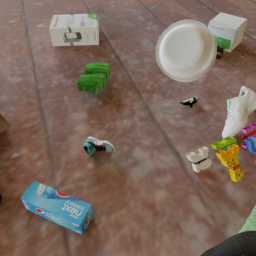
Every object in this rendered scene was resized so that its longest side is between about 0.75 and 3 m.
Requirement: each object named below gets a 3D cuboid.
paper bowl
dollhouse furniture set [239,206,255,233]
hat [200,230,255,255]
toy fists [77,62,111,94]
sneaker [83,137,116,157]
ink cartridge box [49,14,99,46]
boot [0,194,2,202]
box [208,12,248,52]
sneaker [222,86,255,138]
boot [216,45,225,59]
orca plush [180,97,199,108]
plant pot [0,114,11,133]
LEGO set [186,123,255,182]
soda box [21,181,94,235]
[{"bbox_3d":[1.847,-2.523,9.119,1.941,1.941,1.009,22,10,21],"label":"paper bowl"},{"bbox_3d":[3.889,2.075,5.306,2.884,1.447,1.889,30,52,27],"label":"dollhouse furniture set"},{"bbox_3d":[2.218,3.031,4.671,2.465,0.994,2.465,0,42,0],"label":"hat"},{"bbox_3d":[-1.081,-1.731,9.611,0.865,0.583,1.697,-3,37,15],"label":"toy fists"},{"bbox_3d":[-0.843,0.563,7.579,0.919,0.384,0.555,14,41,24],"label":"sneaker"},{"bbox_3d":[-2.273,-4.272,12.143,1.971,0.828,1.438,-2,45,-2],"label":"ink cartridge box"},{"bbox_3d":[-3.761,1.745,6.353,1.125,0.508,1.373,25,51,28],"label":"boot"},{"bbox_3d":[4.104,-4.031,11.752,1.207,1.039,1.213,28,51,25],"label":"box"},{"bbox_3d":[3.102,-0.468,8.116,0.782,0.665,1.768,42,70,-5],"label":"sneaker"},{"bbox_3d":[3.477,-3.152,11.387,0.855,0.313,0.644,25,51,18],"label":"boot"},{"bbox_3d":[2.014,-0.789,9.023,0.785,0.413,0.279,-15,83,-47],"label":"orca plush"},{"bbox_3d":[-4.836,-0.295,7.237,2.627,2.627,2.280,35,71,30],"label":"plant pot"},{"bbox_3d":[2.744,0.766,7.175,2.245,0.921,0.856,-22,18,-14],"label":"LEGO set"},{"bbox_3d":[-1.583,1.773,6.294,1.547,0.496,0.525,18,48,16],"label":"soda box"}]
